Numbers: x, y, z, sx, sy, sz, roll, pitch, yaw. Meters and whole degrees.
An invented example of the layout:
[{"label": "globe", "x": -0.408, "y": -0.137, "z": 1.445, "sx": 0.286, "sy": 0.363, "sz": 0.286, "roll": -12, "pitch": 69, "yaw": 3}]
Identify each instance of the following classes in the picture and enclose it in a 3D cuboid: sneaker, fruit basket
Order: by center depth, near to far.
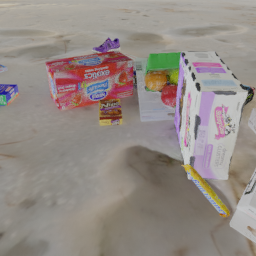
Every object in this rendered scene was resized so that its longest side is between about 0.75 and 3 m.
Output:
[{"label": "fruit basket", "x": 1.342, "y": -1.340, "z": 9.315, "sx": 2.093, "sy": 2.260, "sz": 1.059, "roll": -5, "pitch": -9, "yaw": -3}, {"label": "sneaker", "x": -1.207, "y": -4.472, "z": 15.177, "sx": 0.754, "sy": 0.780, "sz": 1.870, "roll": 25, "pitch": 40, "yaw": 35}]

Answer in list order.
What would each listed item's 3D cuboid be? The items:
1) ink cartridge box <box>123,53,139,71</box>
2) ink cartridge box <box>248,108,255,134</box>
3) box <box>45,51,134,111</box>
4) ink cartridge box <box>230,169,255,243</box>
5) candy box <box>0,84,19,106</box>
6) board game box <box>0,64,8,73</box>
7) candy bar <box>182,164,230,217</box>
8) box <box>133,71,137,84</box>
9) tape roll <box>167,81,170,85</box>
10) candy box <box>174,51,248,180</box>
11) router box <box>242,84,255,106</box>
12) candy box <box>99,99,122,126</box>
[{"label": "ink cartridge box", "x": -0.356, "y": -2.690, "z": 12.294, "sx": 1.684, "sy": 0.737, "sz": 1.223, "roll": -24, "pitch": 39, "yaw": -31}, {"label": "ink cartridge box", "x": 4.485, "y": -0.131, "z": 8.216, "sx": 1.443, "sy": 0.598, "sz": 1.059, "roll": -3, "pitch": 32, "yaw": -6}, {"label": "box", "x": -1.329, "y": -1.766, "z": 10.102, "sx": 2.874, "sy": 1.433, "sz": 1.372, "roll": -15, "pitch": 34, "yaw": -23}, {"label": "ink cartridge box", "x": 2.639, "y": 1.250, "z": 4.951, "sx": 0.963, "sy": 0.563, "sz": 1.661, "roll": 32, "pitch": 72, "yaw": 9}, {"label": "candy box", "x": -4.741, "y": -1.227, "z": 10.161, "sx": 1.187, "sy": 0.457, "sz": 1.004, "roll": 2, "pitch": 30, "yaw": 5}, {"label": "board game box", "x": -6.211, "y": -2.691, "z": 12.810, "sx": 0.955, "sy": 0.196, "sz": 0.952, "roll": 21, "pitch": 37, "yaw": 30}, {"label": "candy bar", "x": 1.530, "y": 1.213, "z": 5.497, "sx": 0.145, "sy": 0.327, "sz": 1.310, "roll": -37, "pitch": 85, "yaw": -17}, {"label": "box", "x": 1.029, "y": -2.280, "z": 11.816, "sx": 2.195, "sy": 0.356, "sz": 1.330, "roll": -20, "pitch": 27, "yaw": -32}, {"label": "tape roll", "x": 1.597, "y": -1.574, "z": 10.480, "sx": 1.708, "sy": 0.726, "sz": 1.708, "roll": -1, "pitch": 31, "yaw": 0}, {"label": "candy box", "x": 1.885, "y": -0.440, "z": 7.091, "sx": 0.980, "sy": 2.299, "sz": 2.740, "roll": 1, "pitch": 31, "yaw": 1}, {"label": "router box", "x": 3.685, "y": -1.170, "z": 10.046, "sx": 1.151, "sy": 0.477, "sz": 1.535, "roll": 25, "pitch": 39, "yaw": 35}, {"label": "candy box", "x": -0.581, "y": -0.541, "z": 9.146, "sx": 0.728, "sy": 0.352, "sz": 1.248, "roll": -4, "pitch": 30, "yaw": -4}]
